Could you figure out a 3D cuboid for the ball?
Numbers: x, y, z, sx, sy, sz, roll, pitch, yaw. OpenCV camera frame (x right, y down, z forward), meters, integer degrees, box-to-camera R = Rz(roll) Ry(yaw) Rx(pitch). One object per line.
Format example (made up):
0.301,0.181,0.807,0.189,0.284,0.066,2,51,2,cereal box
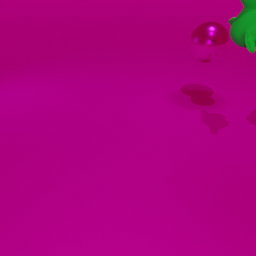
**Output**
2.589,-2.721,8.944,1.271,1.271,1.271,0,29,0,ball

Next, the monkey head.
2.428,-2.181,5.749,1.044,0.875,1.452,31,34,-23,monkey head
